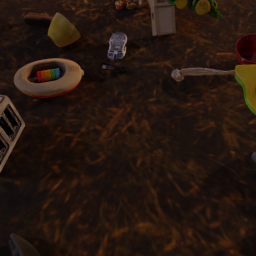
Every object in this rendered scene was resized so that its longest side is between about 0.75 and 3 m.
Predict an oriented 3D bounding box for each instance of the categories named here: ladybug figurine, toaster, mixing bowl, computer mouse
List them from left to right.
[{"bbox_3d":[-3.902,0.076,7.644,1.172,1.975,1.786,7,54,10],"label":"toaster"},{"bbox_3d":[-2.621,-1.625,9.490,2.276,0.819,1.545,-7,56,-5],"label":"ladybug figurine"},{"bbox_3d":[-0.401,-2.834,10.613,1.023,0.409,1.865,5,61,9],"label":"computer mouse"},{"bbox_3d":[4.551,-2.695,10.237,1.324,0.717,1.324,-3,65,6],"label":"mixing bowl"}]

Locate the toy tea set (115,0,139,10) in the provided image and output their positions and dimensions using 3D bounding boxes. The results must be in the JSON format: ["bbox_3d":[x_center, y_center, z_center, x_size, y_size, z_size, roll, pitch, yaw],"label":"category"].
[{"bbox_3d":[0.043,-5.843,12.574,0.880,0.548,1.480,25,59,16],"label":"toy tea set"}]

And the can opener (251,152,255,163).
[{"bbox_3d":[4.435,1.179,7.871,1.883,0.502,0.630,36,95,21],"label":"can opener"}]

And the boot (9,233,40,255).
[{"bbox_3d":[-2.720,3.580,5.916,1.934,0.769,2.222,-41,45,-9],"label":"boot"}]

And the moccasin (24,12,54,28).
[{"bbox_3d":[-3.571,-4.555,11.732,1.522,0.557,0.588,8,64,17],"label":"moccasin"}]

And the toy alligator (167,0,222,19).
[{"bbox_3d":[1.506,-3.382,7.267,2.142,0.515,0.710,29,37,23],"label":"toy alligator"}]

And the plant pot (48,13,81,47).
[{"bbox_3d":[-2.569,-3.657,10.796,1.220,1.220,0.866,39,85,24],"label":"plant pot"}]

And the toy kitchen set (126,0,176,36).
[{"bbox_3d":[0.749,-4.835,11.734,1.739,1.922,2.131,-10,17,-10],"label":"toy kitchen set"}]

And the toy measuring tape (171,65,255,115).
[{"bbox_3d":[2.295,-0.701,5.641,2.973,1.094,1.094,5,53,27],"label":"toy measuring tape"}]
